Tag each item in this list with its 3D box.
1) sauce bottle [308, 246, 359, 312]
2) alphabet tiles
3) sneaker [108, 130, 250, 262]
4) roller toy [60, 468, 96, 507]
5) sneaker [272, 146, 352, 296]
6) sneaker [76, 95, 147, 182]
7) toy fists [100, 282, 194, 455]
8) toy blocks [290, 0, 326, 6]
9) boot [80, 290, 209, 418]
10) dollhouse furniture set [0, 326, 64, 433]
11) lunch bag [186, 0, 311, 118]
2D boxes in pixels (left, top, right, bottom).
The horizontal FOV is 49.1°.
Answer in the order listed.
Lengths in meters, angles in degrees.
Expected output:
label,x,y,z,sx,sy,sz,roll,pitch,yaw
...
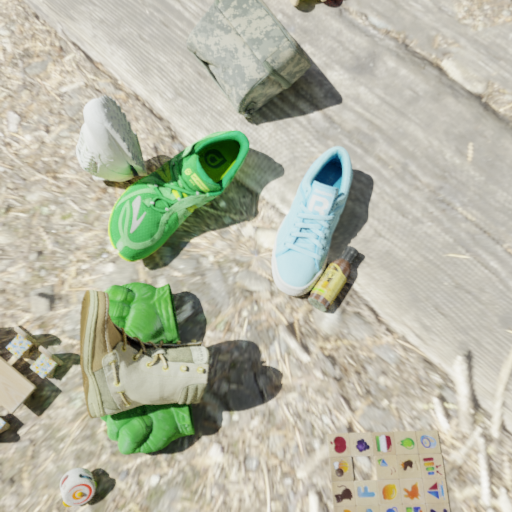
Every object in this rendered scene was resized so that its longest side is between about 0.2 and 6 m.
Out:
label,x,y,z,sx,sy,sz,roll,pitch,yaw
sauce bottle,1.398,0.380,9.935,0.414,0.414,1.279,30,68,13
alphabet tiles,2.064,3.816,8.589,1.795,0.081,2.148,-1,66,-1
sneaker,-1.382,-1.256,10.035,1.202,1.356,3.244,46,73,-10
roller toy,-2.692,3.492,8.438,0.528,0.482,0.369,-19,27,-20
sneaker,0.986,-0.740,9.998,1.068,1.184,2.889,15,67,8
sneaker,-2.594,-1.833,9.595,1.076,2.674,1.022,-12,80,-4
toy fists,-1.920,1.720,9.038,1.436,0.969,2.818,-11,68,-5
toy blocks,1.630,-6.627,12.855,2.020,0.734,1.684,-14,66,-6
boot,-1.516,1.333,7.735,1.725,2.230,0.804,-2,37,-12
dollhouse furniture set,-4.372,1.754,8.918,1.749,1.138,1.607,34,71,14
lunch bag,-0.227,-4.084,11.206,1.782,1.480,2.124,-39,80,16
